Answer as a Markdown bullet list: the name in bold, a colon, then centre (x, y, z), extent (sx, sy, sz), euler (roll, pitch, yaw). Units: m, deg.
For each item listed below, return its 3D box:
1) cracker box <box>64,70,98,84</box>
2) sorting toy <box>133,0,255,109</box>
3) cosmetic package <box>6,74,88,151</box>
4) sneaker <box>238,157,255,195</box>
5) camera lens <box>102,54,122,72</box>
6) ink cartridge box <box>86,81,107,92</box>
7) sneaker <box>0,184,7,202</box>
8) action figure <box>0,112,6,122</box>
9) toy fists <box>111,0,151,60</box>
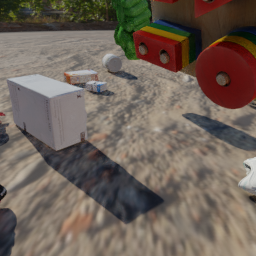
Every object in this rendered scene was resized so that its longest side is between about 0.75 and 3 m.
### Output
- **cracker box**: centre (-2.247, -2.458, 13.414), extent (1.414, 0.408, 0.947), euler (-13, 26, -25)
- **sorting toy**: centre (1.095, -1.680, 3.909), extent (0.971, 2.791, 2.775), euler (-34, 45, -24)
- **cosmetic package**: centre (-2.244, -0.542, 7.666), extent (1.039, 1.445, 2.560), euler (-19, 28, -38)
- **sneaker**: centre (2.842, 0.737, 5.693), extent (0.864, 0.734, 1.952), euler (4, 22, 39)
- **camera lens**: centre (-0.888, -3.578, 15.404), extent (0.894, 0.894, 1.117), euler (-9, 25, -20)
- **ink cartridge box**: centre (-1.347, -1.773, 11.926), extent (0.757, 0.319, 0.547), euler (11, 26, 25)
- **sneaker**: centre (-2.449, 1.191, 4.521), extent (1.075, 0.891, 2.255), euler (-5, 22, -40)
- **action figure**: centre (-4.610, -0.855, 8.166), extent (2.175, 1.620, 1.457), euler (24, 20, -30)
- **toy fists**: centre (0.110, -3.655, 10.068), extent (0.968, 2.814, 1.434), euler (-36, 62, -21)
